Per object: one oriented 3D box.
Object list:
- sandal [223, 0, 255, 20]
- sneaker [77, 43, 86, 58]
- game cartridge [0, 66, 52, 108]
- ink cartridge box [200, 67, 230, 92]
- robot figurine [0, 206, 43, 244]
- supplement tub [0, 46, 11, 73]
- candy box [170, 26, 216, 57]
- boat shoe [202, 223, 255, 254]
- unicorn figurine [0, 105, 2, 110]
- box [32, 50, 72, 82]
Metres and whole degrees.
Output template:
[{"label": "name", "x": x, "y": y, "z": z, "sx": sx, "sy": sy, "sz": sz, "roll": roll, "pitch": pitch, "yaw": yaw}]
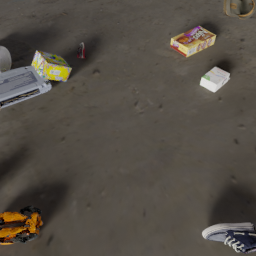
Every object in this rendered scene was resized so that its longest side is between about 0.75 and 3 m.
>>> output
[{"label": "sandal", "x": 3.425, "y": -3.628, "z": 8.270, "sx": 1.743, "sy": 0.712, "sz": 0.476, "roll": -14, "pitch": 15, "yaw": -41}, {"label": "sneaker", "x": -2.148, "y": -3.560, "z": 12.804, "sx": 0.367, "sy": 0.396, "sz": 0.982, "roll": -7, "pitch": 49, "yaw": -3}, {"label": "game cartridge", "x": -4.490, "y": -1.678, "z": 11.063, "sx": 2.500, "sy": 0.511, "sz": 1.664, "roll": -24, "pitch": 56, "yaw": -20}, {"label": "ink cartridge box", "x": 3.607, "y": -2.044, "z": 11.404, "sx": 0.728, "sy": 0.419, "sz": 1.244, "roll": 35, "pitch": 57, "yaw": 28}, {"label": "robot figurine", "x": -2.887, "y": 2.540, "z": 7.263, "sx": 1.387, "sy": 0.404, "sz": 1.006, "roll": -3, "pitch": 48, "yaw": -2}, {"label": "supplement tub", "x": -5.888, "y": -2.812, "z": 11.562, "sx": 1.688, "sy": 1.224, "sz": 1.224, "roll": 6, "pitch": 48, "yaw": 6}, {"label": "candy box", "x": 3.069, "y": -4.084, "z": 13.184, "sx": 1.890, "sy": 0.534, "sz": 1.103, "roll": -30, "pitch": 55, "yaw": -22}, {"label": "boat shoe", "x": 2.605, "y": 2.769, "z": 6.962, "sx": 1.386, "sy": 0.517, "sz": 0.642, "roll": -5, "pitch": 40, "yaw": -6}, {"label": "unicorn figurine", "x": -3.685, "y": -0.659, "z": 7.295, "sx": 0.333, "sy": 0.903, "sz": 0.620, "roll": -19, "pitch": 19, "yaw": 29}, {"label": "box", "x": -3.075, "y": -2.486, "z": 11.294, "sx": 1.118, "sy": 0.682, "sz": 1.077, "roll": 2, "pitch": 37, "yaw": -47}]
